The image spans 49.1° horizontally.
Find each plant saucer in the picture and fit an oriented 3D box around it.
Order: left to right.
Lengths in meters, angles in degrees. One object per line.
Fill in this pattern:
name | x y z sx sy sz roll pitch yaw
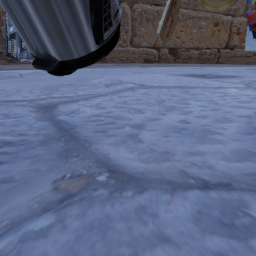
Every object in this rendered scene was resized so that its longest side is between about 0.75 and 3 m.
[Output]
plant saucer | 2.785 -4.284 8.742 1.390 0.246 1.390 15 -25 7

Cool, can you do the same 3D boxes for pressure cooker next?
pressure cooker | -1.403 -2.683 6.359 2.407 2.736 2.444 -25 54 -6

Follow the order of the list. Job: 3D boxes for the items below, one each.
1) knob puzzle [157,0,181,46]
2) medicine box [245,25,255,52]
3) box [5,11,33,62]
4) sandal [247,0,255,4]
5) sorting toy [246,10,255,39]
knob puzzle | 1.276 -3.499 8.782 0.286 2.063 2.063 20 20 14
medicine box | 4.180 -2.427 7.634 1.271 0.718 1.396 -7 14 -39
box | -2.922 -2.589 7.520 0.369 1.482 1.169 -8 23 -40
sandal | 2.941 -3.821 7.371 0.580 1.333 0.530 -22 -12 6
sorting toy | 1.854 -1.355 3.596 0.994 0.408 0.597 -30 21 -34
